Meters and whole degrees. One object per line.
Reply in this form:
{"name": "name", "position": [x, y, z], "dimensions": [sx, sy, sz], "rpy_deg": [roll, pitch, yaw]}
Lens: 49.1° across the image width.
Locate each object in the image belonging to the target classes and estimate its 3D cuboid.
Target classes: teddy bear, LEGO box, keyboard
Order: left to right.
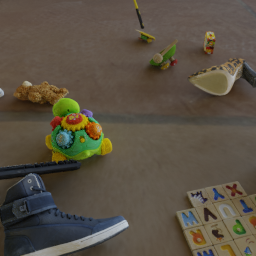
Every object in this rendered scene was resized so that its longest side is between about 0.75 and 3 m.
{"name": "keyboard", "position": [-2.232, 0.897, 5.880], "dimensions": [2.343, 1.407, 0.301], "rpy_deg": [-4, 81, -17]}
{"name": "teddy bear", "position": [-2.736, -1.154, 8.861], "dimensions": [1.673, 0.559, 1.213], "rpy_deg": [18, 41, 21]}
{"name": "LEGO box", "position": [3.406, -3.573, 11.731], "dimensions": [0.330, 0.637, 0.855], "rpy_deg": [5, 39, 6]}

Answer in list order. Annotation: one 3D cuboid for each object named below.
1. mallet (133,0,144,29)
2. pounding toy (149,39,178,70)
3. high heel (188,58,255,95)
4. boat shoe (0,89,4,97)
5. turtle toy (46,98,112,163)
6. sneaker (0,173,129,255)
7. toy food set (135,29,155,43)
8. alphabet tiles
{"name": "mallet", "position": [0.286, -4.497, 10.391], "dimensions": [0.331, 1.607, 0.529], "rpy_deg": [-17, -6, 25]}
{"name": "pounding toy", "position": [1.446, -2.557, 10.393], "dimensions": [1.153, 0.693, 1.494], "rpy_deg": [-35, 4, 3]}
{"name": "high heel", "position": [3.040, -1.906, 9.572], "dimensions": [2.566, 0.916, 1.829], "rpy_deg": [-1, 35, -10]}
{"name": "boat shoe", "position": [-4.714, -1.445, 9.133], "dimensions": [1.511, 0.644, 0.558], "rpy_deg": [22, 44, 24]}
{"name": "turtle toy", "position": [-1.360, 0.017, 7.031], "dimensions": [1.490, 1.033, 2.045], "rpy_deg": [-17, 40, -19]}
{"name": "sneaker", "position": [-1.175, 1.479, 5.039], "dimensions": [2.162, 0.822, 1.562], "rpy_deg": [-12, 68, -14]}
{"name": "toy food set", "position": [0.763, -4.085, 12.653], "dimensions": [0.613, 0.340, 1.041], "rpy_deg": [-5, 35, -46]}
{"name": "alphabet tiles", "position": [2.171, 2.081, 5.283], "dimensions": [2.089, 0.079, 2.511], "rpy_deg": [-8, 40, -11]}
